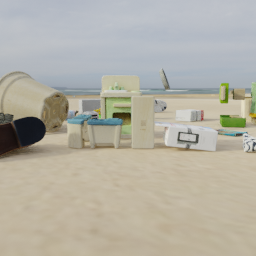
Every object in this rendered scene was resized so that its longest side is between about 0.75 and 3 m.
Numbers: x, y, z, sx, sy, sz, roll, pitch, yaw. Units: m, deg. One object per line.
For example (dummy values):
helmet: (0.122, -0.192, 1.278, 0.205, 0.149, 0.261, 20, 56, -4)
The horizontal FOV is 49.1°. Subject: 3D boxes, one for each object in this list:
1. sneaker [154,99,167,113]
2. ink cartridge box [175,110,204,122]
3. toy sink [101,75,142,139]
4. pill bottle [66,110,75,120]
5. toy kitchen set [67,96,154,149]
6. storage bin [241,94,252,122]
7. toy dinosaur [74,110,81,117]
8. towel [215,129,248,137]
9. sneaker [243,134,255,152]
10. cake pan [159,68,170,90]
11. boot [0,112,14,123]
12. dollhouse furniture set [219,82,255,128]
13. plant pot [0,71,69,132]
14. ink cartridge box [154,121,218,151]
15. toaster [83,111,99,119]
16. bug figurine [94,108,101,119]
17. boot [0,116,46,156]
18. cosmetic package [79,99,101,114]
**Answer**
sneaker: (1.388, -1.570, 19.330, 2.326, 0.928, 1.514, -13, 20, -17)
ink cartridge box: (3.074, -0.634, 13.967, 0.900, 0.522, 1.248, 7, 10, 43)
toy sink: (-0.215, -0.702, 8.964, 1.297, 1.990, 1.115, 0, 7, -2)
pill bottle: (-3.116, -0.632, 14.110, 0.897, 0.488, 0.488, -7, 10, -39)
toy kitchen set: (-0.463, -0.248, 7.963, 2.302, 1.356, 1.844, 0, 8, 0)
storage bin: (7.211, -1.054, 14.055, 2.836, 1.339, 2.857, 2, 7, 19)
toy dinosaur: (-2.420, -0.486, 13.226, 0.843, 0.572, 0.431, 0, -34, 21)
towel: (3.449, 0.151, 9.670, 0.795, 0.118, 1.084, -5, 9, -37)
sneaker: (3.219, 0.380, 7.022, 0.603, 0.370, 0.926, 4, 9, 18)
cake pan: (1.715, -2.271, 13.184, 0.203, 1.105, 1.105, -19, 3, 15)
boot: (-4.337, -0.119, 9.119, 1.209, 0.790, 0.410, -2, 8, -15)
dollhouse furniture set: (5.351, -1.008, 11.680, 2.849, 1.866, 1.430, 1, 6, 12)
plant pot: (-3.449, -0.810, 10.391, 2.067, 2.258, 2.258, 17, 14, 24)
ink cartridge box: (1.420, 0.194, 7.252, 1.532, 0.520, 0.889, 7, 8, 0)
toaster: (-1.765, -0.554, 13.591, 0.852, 0.484, 0.551, -5, 13, -26)
bug figurine: (-0.221, -0.773, 14.184, 2.309, 0.766, 2.977, -1, 9, 41)
boot: (-3.293, 0.346, 6.459, 2.522, 0.942, 1.222, -8, -8, -40)
cosmetic package: (-2.237, -1.396, 18.096, 1.789, 0.956, 0.807, -2, 9, -24)
